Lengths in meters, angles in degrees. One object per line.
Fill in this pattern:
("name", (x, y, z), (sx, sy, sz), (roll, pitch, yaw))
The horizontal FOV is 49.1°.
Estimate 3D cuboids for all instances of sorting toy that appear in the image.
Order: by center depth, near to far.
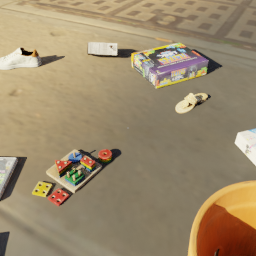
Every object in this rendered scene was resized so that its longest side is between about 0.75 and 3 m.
("sorting toy", (-1.485, 1.062, 7.418), (1.074, 0.377, 2.227), (26, 47, 28))

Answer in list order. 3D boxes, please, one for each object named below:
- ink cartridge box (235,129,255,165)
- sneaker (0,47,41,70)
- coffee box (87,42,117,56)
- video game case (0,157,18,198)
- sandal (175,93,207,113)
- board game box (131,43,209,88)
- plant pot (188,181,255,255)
("ink cartridge box", (3.754, 0.609, 7.902), (0.746, 0.440, 1.296), (-13, 42, -15))
("sneaker", (-4.801, -3.034, 11.922), (2.036, 0.862, 0.741), (-7, 42, -6))
("coffee box", (-1.138, -3.519, 12.506), (1.323, 0.528, 0.748), (2, 12, -2))
("video game case", (-3.856, 1.290, 7.297), (1.522, 0.178, 1.384), (2, 40, 2))
("sandal", (2.237, -1.040, 9.824), (1.480, 0.487, 0.543), (-26, 47, -28))
("board game box", (1.683, -2.662, 11.590), (2.466, 0.699, 2.038), (-19, 42, -20))
("plant pot", (2.271, 2.529, 4.437), (2.800, 1.960, 2.800), (0, 41, 0))
